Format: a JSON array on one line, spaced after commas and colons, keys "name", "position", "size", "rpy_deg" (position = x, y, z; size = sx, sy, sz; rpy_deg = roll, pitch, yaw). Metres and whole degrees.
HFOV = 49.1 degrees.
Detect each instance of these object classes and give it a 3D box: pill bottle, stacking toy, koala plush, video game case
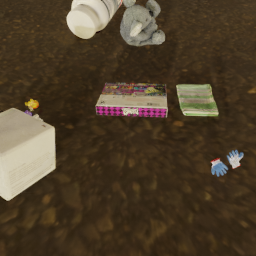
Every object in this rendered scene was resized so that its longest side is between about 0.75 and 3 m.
[{"name": "pill bottle", "position": [-1.526, -5.494, 12.763], "size": [1.768, 1.768, 2.957], "rpy_deg": [15, 55, 15]}, {"name": "stacking toy", "position": [-3.134, -0.168, 8.049], "size": [1.404, 0.330, 1.059], "rpy_deg": [-33, 41, -4]}, {"name": "koala plush", "position": [0.366, -4.152, 10.967], "size": [1.817, 1.754, 1.978], "rpy_deg": [-10, 1, 15]}, {"name": "video game case", "position": [0.179, -0.937, 8.843], "size": [2.081, 0.373, 1.886], "rpy_deg": [2, 30, 4]}]

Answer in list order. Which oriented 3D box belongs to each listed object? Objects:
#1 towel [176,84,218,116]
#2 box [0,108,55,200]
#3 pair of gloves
[{"name": "towel", "position": [2.300, -0.969, 9.358], "size": [1.201, 0.184, 1.575], "rpy_deg": [0, 44, 1]}, {"name": "box", "position": [-2.806, 0.544, 6.719], "size": [1.529, 1.310, 1.521], "rpy_deg": [24, 35, 23]}, {"name": "pair of gloves", "position": [2.453, 0.873, 6.922], "size": [0.864, 0.694, 0.098], "rpy_deg": [-26, 41, 8]}]
